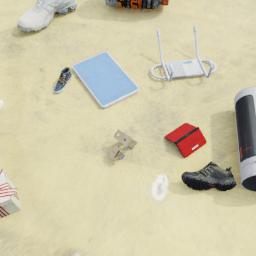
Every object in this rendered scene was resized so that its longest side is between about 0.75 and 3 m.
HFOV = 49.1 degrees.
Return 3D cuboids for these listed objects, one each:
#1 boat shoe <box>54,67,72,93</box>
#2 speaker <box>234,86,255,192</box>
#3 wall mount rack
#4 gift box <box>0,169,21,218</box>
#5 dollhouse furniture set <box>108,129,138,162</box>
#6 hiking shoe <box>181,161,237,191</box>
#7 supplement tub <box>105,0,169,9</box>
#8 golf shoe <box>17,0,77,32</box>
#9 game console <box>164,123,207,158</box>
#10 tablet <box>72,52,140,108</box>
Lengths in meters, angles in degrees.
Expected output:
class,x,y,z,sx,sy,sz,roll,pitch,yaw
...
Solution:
class,x,y,z,sx,sy,sz,roll,pitch,yaw
boat shoe,-2.218,-1.619,9.388,0.338,0.434,0.955,19,58,13
speaker,3.599,0.273,7.674,1.153,1.153,2.839,7,57,5
wall mount rack,1.906,-2.550,9.760,2.372,0.884,2.061,-8,55,-6
gift box,-3.167,1.627,6.881,0.977,0.912,0.901,-26,60,-15
dollhouse furniture set,-0.218,0.520,7.978,0.531,0.534,0.758,37,93,23
hiking shoe,2.097,1.251,7.440,1.443,0.546,0.726,8,47,-5
supplement tub,0.400,-5.796,11.517,2.642,1.619,1.619,5,56,4
golf shoe,-3.318,-4.927,11.112,1.088,1.352,2.780,36,65,19
game console,1.698,0.344,8.260,0.920,0.546,0.793,-32,92,-19
tablet,-0.801,-1.710,9.619,1.474,0.155,2.265,-28,60,-18
